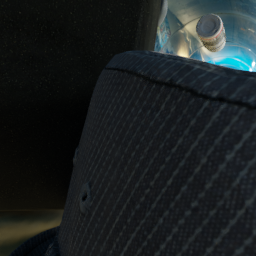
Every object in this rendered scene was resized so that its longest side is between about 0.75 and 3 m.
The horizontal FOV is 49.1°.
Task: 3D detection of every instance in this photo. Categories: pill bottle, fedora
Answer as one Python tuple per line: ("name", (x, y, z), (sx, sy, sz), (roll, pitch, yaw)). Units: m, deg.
("pill bottle", (1.920, -2.125, 6.392), (0.558, 0.558, 0.981), (3, -4, 26))
("fedora", (0.465, 0.268, 1.205), (2.158, 1.102, 2.440), (0, 6, -5))

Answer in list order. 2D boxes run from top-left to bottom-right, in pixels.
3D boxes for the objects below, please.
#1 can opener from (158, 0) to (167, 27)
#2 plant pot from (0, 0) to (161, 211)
("can opener", (0.747, -3.503, 10.792), (0.771, 2.929, 0.973), (4, 13, -35))
("plant pot", (-0.785, -0.288, 2.808), (2.051, 1.824, 2.056), (-1, 5, -1))
